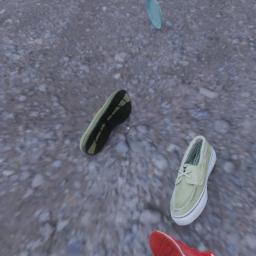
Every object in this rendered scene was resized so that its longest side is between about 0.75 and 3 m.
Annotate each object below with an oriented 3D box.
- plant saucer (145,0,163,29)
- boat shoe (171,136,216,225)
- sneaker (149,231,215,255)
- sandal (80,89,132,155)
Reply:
[{"bbox_3d":[1.024,-4.421,10.687,0.170,1.239,1.239,-26,54,-5],"label":"plant saucer"},{"bbox_3d":[1.408,1.108,6.376,0.795,0.685,2.208,-13,33,40],"label":"boat shoe"},{"bbox_3d":[1.126,2.503,5.439,1.449,0.568,0.837,36,14,33],"label":"sneaker"},{"bbox_3d":[-0.658,-0.258,7.582,0.637,0.886,2.232,11,52,41],"label":"sandal"}]
